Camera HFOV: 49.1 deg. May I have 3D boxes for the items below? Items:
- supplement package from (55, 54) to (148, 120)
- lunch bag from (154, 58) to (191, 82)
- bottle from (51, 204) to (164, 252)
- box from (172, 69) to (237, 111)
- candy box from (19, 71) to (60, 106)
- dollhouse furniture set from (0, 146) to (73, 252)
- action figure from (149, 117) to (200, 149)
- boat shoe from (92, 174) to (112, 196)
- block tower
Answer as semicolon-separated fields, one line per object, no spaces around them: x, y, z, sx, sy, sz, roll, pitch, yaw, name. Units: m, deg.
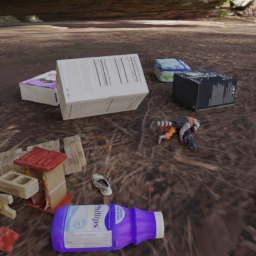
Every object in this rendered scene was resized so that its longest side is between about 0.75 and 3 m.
-0.978;-1.443;9.891;2.837;1.554;1.614;-10;-16;-20;supplement package
2.306;-3.055;14.727;1.688;0.866;2.100;1;27;-5;lunch bag
-0.346;1.768;5.022;1.930;0.630;0.806;-1;26;-2;bottle
3.050;-1.608;11.427;1.813;1.143;1.845;-12;28;-20;box
-3.194;-1.788;12.151;1.840;0.785;2.194;11;28;22;candy box
-2.015;1.339;5.236;0.870;1.152;2.140;10;26;23;dollhouse furniture set
1.529;0.053;8.456;1.445;0.781;1.494;-14;28;-8;action figure
-0.607;1.268;6.489;0.288;0.250;0.780;-12;29;-24;boat shoe
-2.256;0.837;6.463;2.465;0.712;0.666;-15;24;-9;block tower
